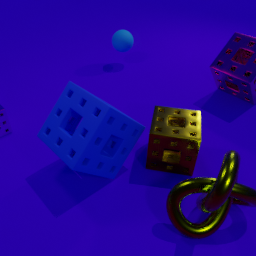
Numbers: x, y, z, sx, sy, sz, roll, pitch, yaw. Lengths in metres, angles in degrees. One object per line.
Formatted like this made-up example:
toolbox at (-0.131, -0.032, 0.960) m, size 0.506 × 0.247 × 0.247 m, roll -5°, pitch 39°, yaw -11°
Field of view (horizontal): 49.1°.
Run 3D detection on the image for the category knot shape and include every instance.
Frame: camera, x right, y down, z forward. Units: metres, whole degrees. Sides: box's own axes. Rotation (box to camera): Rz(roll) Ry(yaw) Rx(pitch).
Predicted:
knot shape at (1.556, 1.091, 4.796) m, size 1.719 × 1.609 × 0.794 m, roll -12°, pitch 44°, yaw -17°

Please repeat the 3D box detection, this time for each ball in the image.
ball at (-0.188, -3.081, 9.942) m, size 0.764 × 0.764 × 0.764 m, roll 0°, pitch 39°, yaw 0°

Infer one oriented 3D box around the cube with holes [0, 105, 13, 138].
cube with holes at (-3.540, -0.190, 7.122) m, size 0.737 × 0.737 × 0.737 m, roll -31°, pitch 48°, yaw -33°

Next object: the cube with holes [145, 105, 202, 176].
cube with holes at (1.012, 0.268, 6.271) m, size 1.044 × 1.044 × 1.044 m, roll 8°, pitch 39°, yaw 7°

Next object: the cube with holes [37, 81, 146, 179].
cube with holes at (-0.749, 0.074, 5.862) m, size 1.322 × 1.322 × 1.322 m, roll 34°, pitch 94°, yaw 36°

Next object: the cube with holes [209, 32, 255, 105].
cube with holes at (3.415, -1.723, 8.189) m, size 1.284 × 1.284 × 1.284 m, roll 35°, pitch 87°, yaw 36°
